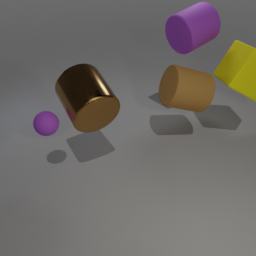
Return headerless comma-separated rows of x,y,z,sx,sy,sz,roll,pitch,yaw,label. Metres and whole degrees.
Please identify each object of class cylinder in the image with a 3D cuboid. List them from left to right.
-1.138,-0.827,7.836,1.400,1.400,1.400,-18,57,-26,cylinder
1.969,-1.321,9.524,1.400,1.400,1.400,9,29,-20,cylinder
2.290,-3.548,9.973,1.400,1.400,1.400,-32,43,-21,cylinder

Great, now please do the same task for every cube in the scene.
4.105,-1.960,9.648,1.400,1.400,1.400,23,23,-19,cube

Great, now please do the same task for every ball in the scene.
-2.273,-0.125,7.790,0.700,0.700,0.700,0,32,0,ball
